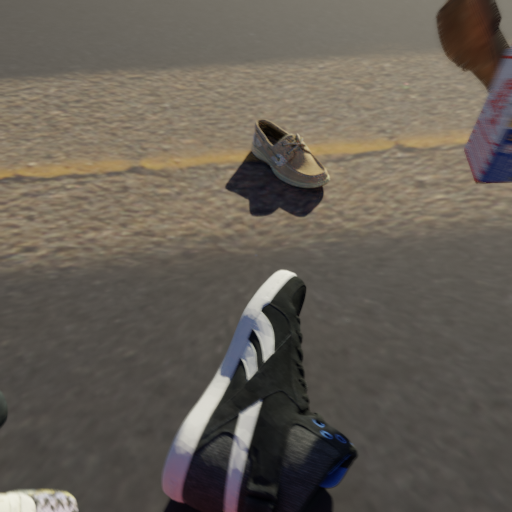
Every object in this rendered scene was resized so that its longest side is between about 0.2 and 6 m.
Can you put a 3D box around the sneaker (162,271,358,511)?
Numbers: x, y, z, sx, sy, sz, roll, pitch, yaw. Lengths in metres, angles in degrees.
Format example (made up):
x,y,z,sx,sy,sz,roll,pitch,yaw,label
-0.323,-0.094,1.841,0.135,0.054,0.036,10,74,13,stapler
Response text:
x,y,z,sx,sy,sz,roll,pitch,yaw,label
0.410,1.557,6.170,1.678,1.096,2.999,18,51,15,sneaker

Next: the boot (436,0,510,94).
x,y,z,sx,sy,sz,roll,pitch,yaw,label
3.082,-2.704,7.703,0.726,1.925,0.709,-20,-4,41,boot

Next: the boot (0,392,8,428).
x,y,z,sx,sy,sz,roll,pitch,yaw,label
-4.141,1.809,5.368,2.630,1.004,2.210,14,22,7,boot

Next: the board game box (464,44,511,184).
x,y,z,sx,sy,sz,roll,pitch,yaw,label
3.565,-1.517,5.472,2.423,1.835,0.561,-1,55,-3,board game box

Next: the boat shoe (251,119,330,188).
x,y,z,sx,sy,sz,roll,pitch,yaw,label
0.597,-1.950,10.555,0.751,0.676,2.082,-23,45,-25,boat shoe

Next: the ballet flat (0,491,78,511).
x,y,z,sx,sy,sz,roll,pitch,yaw,label
-2.616,2.570,5.187,1.810,0.651,0.651,-13,42,-16,ballet flat
